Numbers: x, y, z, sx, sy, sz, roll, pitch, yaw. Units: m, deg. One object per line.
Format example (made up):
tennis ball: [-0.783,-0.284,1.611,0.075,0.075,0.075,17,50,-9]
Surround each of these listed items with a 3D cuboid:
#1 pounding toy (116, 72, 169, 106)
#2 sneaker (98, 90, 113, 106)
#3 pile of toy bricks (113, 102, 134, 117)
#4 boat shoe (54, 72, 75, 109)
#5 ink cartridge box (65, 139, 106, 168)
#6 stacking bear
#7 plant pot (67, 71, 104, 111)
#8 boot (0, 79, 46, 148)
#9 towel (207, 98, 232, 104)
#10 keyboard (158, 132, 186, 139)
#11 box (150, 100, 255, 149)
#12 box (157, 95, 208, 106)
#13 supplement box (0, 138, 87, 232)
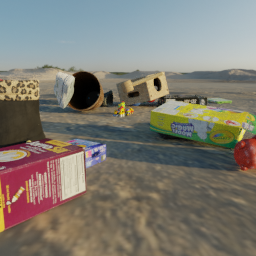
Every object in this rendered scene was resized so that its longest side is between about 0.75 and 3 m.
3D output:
pounding toy: [0.722,-1.746,13.196,2.549,1.327,2.902,-7,12,39]
sneaker: [-1.242,-1.541,14.398,0.777,0.739,1.961,0,11,11]
pile of toy bricks: [-0.216,-0.780,11.041,0.602,0.536,1.085,6,13,29]
boat shoe: [-2.105,-1.260,9.066,0.555,1.663,0.612,31,55,-2]
ink cartridge box: [-0.836,0.476,5.258,0.913,0.349,0.623,9,15,32]
stacking bear: [2.502,0.348,4.997,1.409,0.856,0.801,-13,14,-21]
plant pot: [-1.719,-1.407,12.185,1.643,1.643,1.758,2,-7,11]
boot: [-2.295,0.020,4.378,2.073,1.561,0.758,-2,12,-12]
towel: [5.059,-1.502,15.723,0.962,0.198,1.290,-5,14,-15]
keyboard: [1.346,-0.125,8.080,1.143,0.435,2.196,-1,12,-4]
box: [1.932,-0.135,6.945,2.434,0.589,1.428,11,22,28]
box: [2.727,-1.418,14.379,2.189,0.477,1.754,-1,11,-5]
supplement box: [-1.301,0.629,3.562,0.876,0.691,1.338,8,14,37]
